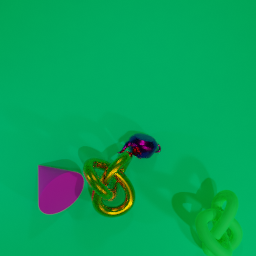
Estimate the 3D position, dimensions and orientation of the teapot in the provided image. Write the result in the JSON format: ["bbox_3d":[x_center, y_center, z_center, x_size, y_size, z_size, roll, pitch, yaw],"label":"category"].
[{"bbox_3d":[0.328,0.507,7.244,1.245,0.774,0.609,4,110,-26],"label":"teapot"}]

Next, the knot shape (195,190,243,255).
[{"bbox_3d":[2.174,2.210,6.537,0.773,1.673,1.565,3,65,35],"label":"knot shape"}]

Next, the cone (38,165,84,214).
[{"bbox_3d":[-1.976,1.284,7.093,1.240,1.240,1.244,-47,54,-10],"label":"cone"}]

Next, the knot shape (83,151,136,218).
[{"bbox_3d":[-0.332,1.202,6.763,0.756,1.637,1.532,-2,38,38],"label":"knot shape"}]
